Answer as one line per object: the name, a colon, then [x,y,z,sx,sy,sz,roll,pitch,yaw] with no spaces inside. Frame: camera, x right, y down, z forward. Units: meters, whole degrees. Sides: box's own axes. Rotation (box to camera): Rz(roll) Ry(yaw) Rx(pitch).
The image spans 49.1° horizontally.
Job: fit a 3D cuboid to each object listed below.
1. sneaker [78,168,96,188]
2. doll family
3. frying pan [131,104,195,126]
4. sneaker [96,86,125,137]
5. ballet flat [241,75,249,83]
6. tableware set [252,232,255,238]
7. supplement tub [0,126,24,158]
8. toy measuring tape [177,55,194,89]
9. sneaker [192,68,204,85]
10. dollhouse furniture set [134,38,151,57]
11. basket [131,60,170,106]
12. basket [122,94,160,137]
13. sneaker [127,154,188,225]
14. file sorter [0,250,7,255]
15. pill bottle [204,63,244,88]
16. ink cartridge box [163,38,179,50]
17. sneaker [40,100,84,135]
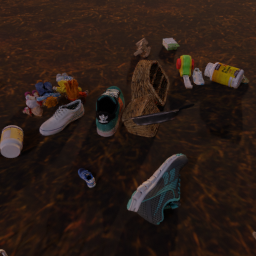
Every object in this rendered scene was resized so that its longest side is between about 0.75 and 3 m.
sneaker: [-1.348,1.561,9.177,0.318,0.353,0.859,-30,48,-27]
doll family: [-3.107,-1.520,11.943,2.956,1.332,1.835,-18,44,-19]
frying pan: [0.815,-0.313,6.815,1.134,0.305,1.875,-7,4,32]
sneaker: [-0.697,-1.029,11.500,1.051,1.176,2.944,3,41,3]
ballet flat: [5.372,-2.537,13.817,1.243,0.439,0.439,19,45,20]
tableware set: [4.829,3.056,7.521,2.579,0.299,2.154,-27,49,-28]
supplement tub: [-4.185,0.489,10.093,0.749,0.749,1.030,-8,42,-9]
toy measuring tape: [2.922,-2.971,13.965,0.932,0.932,2.533,1,41,1]
sneaker: [3.451,-2.508,13.745,0.436,0.460,1.139,-4,42,-7]
dollhouse furniture set: [0.790,-4.413,15.915,0.615,0.721,1.390,-26,29,33]
basket: [1.096,-2.168,12.599,1.513,1.450,2.031,10,42,12]
basket: [0.526,-0.385,11.292,1.127,1.176,1.579,-17,31,32]
sneaker: [1.186,1.872,8.549,1.207,1.027,2.646,39,57,17]
file sorter: [-3.029,3.586,6.006,2.396,1.492,1.663,12,42,14]
pill bottle: [4.594,-2.584,13.477,1.677,0.916,0.916,26,47,26]
ink cartridge box: [2.540,-4.891,16.541,0.620,0.354,1.195,-10,42,-12]
sneaker: [-2.666,-0.501,11.222,0.774,0.751,2.120,27,48,28]
